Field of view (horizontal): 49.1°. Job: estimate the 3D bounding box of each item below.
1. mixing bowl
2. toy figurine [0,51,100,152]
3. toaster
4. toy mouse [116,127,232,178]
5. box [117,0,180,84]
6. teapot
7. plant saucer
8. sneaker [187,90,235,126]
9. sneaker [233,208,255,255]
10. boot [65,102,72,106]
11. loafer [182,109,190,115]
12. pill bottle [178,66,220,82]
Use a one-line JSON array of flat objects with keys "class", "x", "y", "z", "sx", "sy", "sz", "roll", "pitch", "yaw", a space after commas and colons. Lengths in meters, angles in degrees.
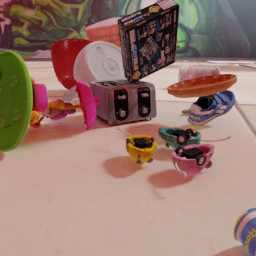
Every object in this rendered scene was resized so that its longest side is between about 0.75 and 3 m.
[{"class": "mixing bowl", "x": -2.203, "y": -2.651, "z": 13.076, "sx": 3.001, "sy": 1.625, "sz": 3.001, "roll": 4, "pitch": -14, "yaw": 1}, {"class": "toy figurine", "x": -2.170, "y": -0.487, "z": 7.444, "sx": 2.970, "sy": 2.230, "sz": 2.734, "roll": -17, "pitch": -12, "yaw": 39}, {"class": "toaster", "x": -0.242, "y": -0.911, "z": 9.065, "sx": 1.756, "sy": 1.152, "sz": 1.941, "roll": -9, "pitch": 19, "yaw": -28}, {"class": "toy mouse", "x": 1.102, "y": 0.458, "z": 5.748, "sx": 2.220, "sy": 0.483, "sz": 2.498, "roll": -5, "pitch": 18, "yaw": -14}, {"class": "box", "x": 0.600, "y": -2.358, "z": 7.850, "sx": 1.626, "sy": 2.045, "sz": 0.470, "roll": -28, "pitch": 59, "yaw": -12}, {"class": "teapot", "x": -1.176, "y": -1.976, "z": 11.268, "sx": 2.674, "sy": 2.639, "sz": 1.953, "roll": 17, "pitch": -30, "yaw": -31}, {"class": "plant saucer", "x": 2.037, "y": -1.157, "z": 7.782, "sx": 1.882, "sy": 0.304, "sz": 1.882, "roll": -13, "pitch": 15, "yaw": 3}, {"class": "sneaker", "x": 2.472, "y": -0.720, "z": 8.103, "sx": 1.761, "sy": 0.724, "sz": 0.651, "roll": -32, "pitch": 44, "yaw": -23}, {"class": "sneaker", "x": 2.090, "y": 1.232, "z": 3.124, "sx": 1.667, "sy": 0.616, "sz": 0.686, "roll": -9, "pitch": 20, "yaw": -4}, {"class": "boot", "x": -2.555, "y": -0.817, "z": 10.134, "sx": 0.992, "sy": 0.343, "sz": 0.864, "roll": -9, "pitch": 20, "yaw": -19}, {"class": "loafer", "x": 2.230, "y": -0.621, "z": 9.556, "sx": 0.875, "sy": 0.305, "sz": 0.306, "roll": -7, "pitch": 18, "yaw": -21}, {"class": "pill bottle", "x": 3.735, "y": -2.692, "z": 14.843, "sx": 2.027, "sy": 1.149, "sz": 1.149, "roll": 1, "pitch": 17, "yaw": 3}]
